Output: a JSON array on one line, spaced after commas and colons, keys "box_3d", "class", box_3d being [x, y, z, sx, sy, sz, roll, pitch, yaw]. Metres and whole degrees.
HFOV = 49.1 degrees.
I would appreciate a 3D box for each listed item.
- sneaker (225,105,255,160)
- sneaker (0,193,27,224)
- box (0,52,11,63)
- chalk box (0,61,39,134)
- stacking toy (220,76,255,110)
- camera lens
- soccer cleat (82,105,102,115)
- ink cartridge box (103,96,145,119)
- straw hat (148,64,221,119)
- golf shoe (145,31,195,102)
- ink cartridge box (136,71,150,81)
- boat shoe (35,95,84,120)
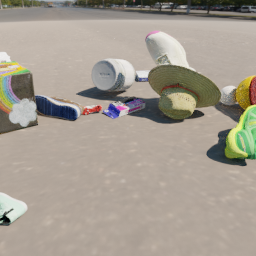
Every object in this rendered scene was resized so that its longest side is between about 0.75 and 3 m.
[{"box_3d": [3.316, 0.175, 7.376, 0.980, 0.869, 2.345, 19, 41, 30], "class": "sneaker"}, {"box_3d": [-2.359, 1.474, 5.119, 0.863, 0.318, 0.509, 10, 21, 15], "class": "sneaker"}, {"box_3d": [-5.707, -1.978, 10.969, 2.279, 1.489, 2.267, -12, 28, -24], "class": "box"}, {"box_3d": [-4.376, -0.824, 8.281, 2.812, 1.755, 1.743, -16, 30, -31], "class": "chalk box"}, {"box_3d": [4.395, -1.156, 9.433, 2.840, 2.075, 2.075, 0, 20, 41], "class": "stacking toy"}, {"box_3d": [-0.546, -2.107, 11.207, 1.271, 1.271, 1.589, 13, 16, 26], "class": "camera lens"}, {"box_3d": [-1.295, -0.630, 9.626, 0.828, 0.284, 0.353, -12, 6, -10], "class": "soccer cleat"}, {"box_3d": [-0.133, -0.732, 9.728, 1.413, 0.262, 0.669, -23, 41, -31], "class": "ink cartridge box"}, {"box_3d": [1.612, -0.876, 9.001, 2.483, 2.483, 1.051, 13, 69, 26], "class": "straw hat"}, {"box_3d": [1.577, -2.041, 9.669, 1.074, 2.852, 1.305, -27, 28, 36], "class": "golf shoe"}, {"box_3d": [1.023, -2.525, 13.566, 1.176, 0.259, 1.198, -2, 24, -5], "class": "ink cartridge box"}, {"box_3d": [-2.342, -0.708, 9.430, 1.853, 0.669, 0.671, 19, 25, 16], "class": "boat shoe"}]
